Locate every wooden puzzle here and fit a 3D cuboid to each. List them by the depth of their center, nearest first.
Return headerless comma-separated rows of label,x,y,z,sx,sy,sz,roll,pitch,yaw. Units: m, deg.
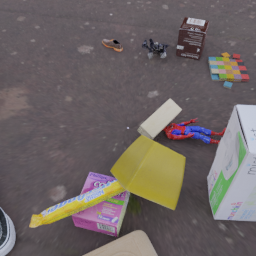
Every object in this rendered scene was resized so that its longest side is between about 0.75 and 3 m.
wooden puzzle,-0.264,3.060,4.504,2.292,0.531,2.123,-16,50,-20
wooden puzzle,3.308,-1.974,9.300,1.165,0.138,1.965,3,48,3

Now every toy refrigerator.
toy refrigerator,0.804,-0.195,7.126,0.439,0.404,1.155,44,67,7

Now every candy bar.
candy bar,-0.775,1.356,5.371,2.197,0.243,0.548,-22,8,-13

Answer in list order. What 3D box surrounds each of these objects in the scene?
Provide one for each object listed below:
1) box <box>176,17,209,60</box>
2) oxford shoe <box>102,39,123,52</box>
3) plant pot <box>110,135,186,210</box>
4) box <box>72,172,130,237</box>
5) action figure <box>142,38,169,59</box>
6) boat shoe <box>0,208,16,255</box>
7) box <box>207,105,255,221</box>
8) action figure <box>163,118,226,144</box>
box,2.227,-3.095,9.694,0.883,1.064,0.874,14,50,13
oxford shoe,-0.563,-3.111,10.204,0.919,0.335,0.328,28,53,23
plant pot,0.485,0.798,5.639,1.143,1.009,1.143,28,0,-20
box,-0.515,1.564,5.828,0.928,0.510,1.055,11,48,10
action figure,0.973,-2.673,9.636,0.705,0.605,1.186,0,-1,37
boat shoe,-3.119,1.527,5.644,0.895,0.828,2.425,-30,54,-24
box,2.816,0.763,5.305,2.083,2.360,1.141,2,48,1
action figure,1.613,0.082,7.209,1.726,0.446,0.564,6,52,16
